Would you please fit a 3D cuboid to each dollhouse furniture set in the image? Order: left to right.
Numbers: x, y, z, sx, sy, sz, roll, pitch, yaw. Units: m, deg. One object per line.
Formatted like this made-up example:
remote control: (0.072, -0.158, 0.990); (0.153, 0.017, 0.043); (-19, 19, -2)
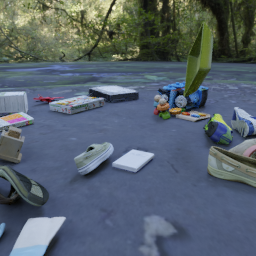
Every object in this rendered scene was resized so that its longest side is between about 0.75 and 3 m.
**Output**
dollhouse furniture set: (-4.604, 0.353, 9.011); (2.388, 1.501, 2.700); (20, 10, -20)

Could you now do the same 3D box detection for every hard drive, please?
hard drive: (-0.947, -2.200, 17.738); (2.050, 0.555, 2.934); (-11, 21, -30)
hard drive: (0.180, 0.948, 8.215); (0.774, 0.149, 1.173); (9, 20, 28)

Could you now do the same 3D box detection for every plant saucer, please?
plant saucer: (2.432, -2.235, 9.561); (0.457, 1.905, 1.908); (11, -21, 0)

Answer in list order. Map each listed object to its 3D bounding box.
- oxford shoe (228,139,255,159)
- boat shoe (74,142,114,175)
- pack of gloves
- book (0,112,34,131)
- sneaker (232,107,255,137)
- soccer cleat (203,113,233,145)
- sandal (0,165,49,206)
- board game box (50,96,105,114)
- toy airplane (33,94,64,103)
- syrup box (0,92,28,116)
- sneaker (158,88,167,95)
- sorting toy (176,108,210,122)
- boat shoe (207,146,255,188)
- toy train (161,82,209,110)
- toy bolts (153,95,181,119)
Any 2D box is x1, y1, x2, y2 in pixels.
oxford shoe: (3.993, 0.538, 8.380); (2.436, 0.862, 0.899); (-10, 18, -30)
boat shoe: (-0.915, 0.717, 7.917); (0.606, 0.522, 1.683); (-21, 11, 25)
pack of gloves: (-2.123, 2.124, 4.336); (1.778, 0.418, 2.117); (-6, 11, 7)
book: (-4.910, -0.253, 11.808); (1.026, 0.369, 1.536); (18, 25, 39)
sneaker: (4.829, -0.155, 10.979); (1.091, 0.763, 1.890); (4, 24, 0)
soccer cleat: (3.408, 0.079, 10.432); (1.012, 0.782, 2.420); (34, 19, 6)
sandal: (-2.708, 1.281, 6.200); (2.635, 1.046, 0.752); (10, 64, 38)
board game box: (-2.652, -1.269, 14.877); (1.582, 0.434, 2.506); (11, 20, 34)
toy airplane: (-4.796, -1.680, 16.340); (1.927, 0.354, 1.927); (4, 12, -1)
syrup box: (-6.236, -1.160, 13.533); (2.513, 1.023, 0.990); (-4, 18, -13)
sneaker: (3.049, -2.283, 17.194); (2.437, 1.010, 0.864); (3, 16, 9)
sorting toy: (2.862, -0.666, 13.267); (1.250, 0.249, 1.692); (-15, 23, -40)
boat shoe: (3.203, 0.998, 7.070); (2.317, 0.729, 0.845); (10, 20, 29)
toy train: (2.986, -1.673, 14.836); (1.710, 1.297, 2.993); (20, 24, 34)
toy bolts: (1.767, -1.101, 13.294); (1.253, 0.910, 1.312); (-19, 22, -21)
